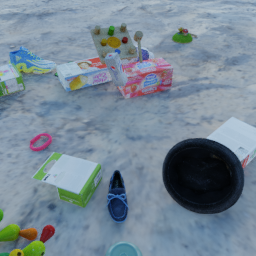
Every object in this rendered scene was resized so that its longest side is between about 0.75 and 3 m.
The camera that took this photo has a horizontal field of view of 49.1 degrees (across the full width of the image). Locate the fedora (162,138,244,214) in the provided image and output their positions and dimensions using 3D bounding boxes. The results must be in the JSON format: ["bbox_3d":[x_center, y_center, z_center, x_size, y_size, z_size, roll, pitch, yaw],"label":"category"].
[{"bbox_3d":[2.012,1.221,7.414,2.115,2.115,0.966,28,12,30],"label":"fedora"}]

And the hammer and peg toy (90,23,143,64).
[{"bbox_3d":[-0.236,-3.327,10.996,2.170,0.765,1.596,-12,71,-20],"label":"hammer and peg toy"}]

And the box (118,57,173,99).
[{"bbox_3d":[0.676,-2.113,11.654,2.145,1.015,1.100,-14,41,-17],"label":"box"}]

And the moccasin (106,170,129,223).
[{"bbox_3d":[-0.326,1.737,7.337,0.593,0.503,1.475,-6,40,-8],"label":"moccasin"}]

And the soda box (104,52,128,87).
[{"bbox_3d":[-0.396,-1.994,9.657,0.404,1.183,0.375,1,48,25],"label":"soda box"}]

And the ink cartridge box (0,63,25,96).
[{"bbox_3d":[-5.419,-1.920,11.677,1.811,0.686,1.339,-23,45,-24],"label":"ink cartridge box"}]

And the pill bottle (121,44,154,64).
[{"bbox_3d":[0.433,-3.192,12.576,1.585,0.949,0.949,-1,30,-46],"label":"pill bottle"}]

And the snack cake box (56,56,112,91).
[{"bbox_3d":[-1.898,-2.383,12.161,2.094,0.703,1.204,-18,41,-21],"label":"snack cake box"}]

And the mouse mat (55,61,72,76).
[{"bbox_3d":[-2.269,-2.648,13.072,1.888,0.071,1.519,14,42,15],"label":"mouse mat"}]

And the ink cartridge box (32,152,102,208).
[{"bbox_3d":[-1.640,1.370,7.734,1.543,0.585,1.140,13,41,18],"label":"ink cartridge box"}]

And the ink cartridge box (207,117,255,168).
[{"bbox_3d":[3.124,0.635,8.630,2.387,0.601,1.300,-32,49,-31],"label":"ink cartridge box"}]

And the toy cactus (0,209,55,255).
[{"bbox_3d":[-3.148,2.680,5.736,2.836,1.450,2.340,12,49,1],"label":"toy cactus"}]

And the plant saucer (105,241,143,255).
[{"bbox_3d":[-0.095,2.886,6.208,0.871,0.157,0.871,0,39,0],"label":"plant saucer"}]

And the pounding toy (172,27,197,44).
[{"bbox_3d":[3.210,-5.426,15.975,1.162,0.698,1.505,24,45,26],"label":"pounding toy"}]

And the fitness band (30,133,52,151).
[{"bbox_3d":[-2.872,0.463,9.206,0.560,0.146,0.780,23,45,22],"label":"fitness band"}]

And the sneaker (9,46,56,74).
[{"bbox_3d":[-4.431,-3.113,12.796,2.143,1.126,0.812,-3,39,-3],"label":"sneaker"}]
